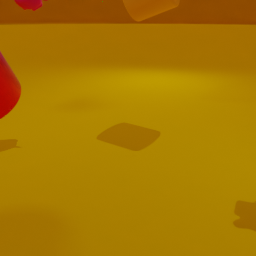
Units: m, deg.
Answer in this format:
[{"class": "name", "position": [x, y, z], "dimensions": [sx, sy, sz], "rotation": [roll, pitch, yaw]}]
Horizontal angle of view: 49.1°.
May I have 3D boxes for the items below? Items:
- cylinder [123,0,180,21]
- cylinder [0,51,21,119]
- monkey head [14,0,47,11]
[{"class": "cylinder", "position": [0.632, -3.807, 7.804], "dimensions": [1.261, 1.261, 1.261], "rotation": [-11, 15, 29]}, {"class": "cylinder", "position": [-2.216, -0.740, 3.875], "dimensions": [1.077, 1.077, 1.077], "rotation": [-4, 55, 6]}, {"class": "monkey head", "position": [-2.565, -3.449, 7.201], "dimensions": [1.099, 0.791, 0.662], "rotation": [2, -2, -12]}]
